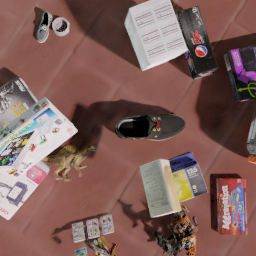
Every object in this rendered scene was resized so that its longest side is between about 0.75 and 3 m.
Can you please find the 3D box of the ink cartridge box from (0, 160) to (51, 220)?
[{"bbox_3d":[-4.357,1.992,10.559,1.670,0.973,2.307,40,92,-11],"label":"ink cartridge box"}]

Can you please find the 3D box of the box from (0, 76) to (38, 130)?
[{"bbox_3d":[-4.419,-0.607,11.206,1.813,0.553,2.289,-35,86,-3],"label":"box"}]

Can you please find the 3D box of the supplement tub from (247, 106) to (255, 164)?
[{"bbox_3d":[5.521,0.133,10.618,1.642,1.642,2.679,14,87,1],"label":"supplement tub"}]

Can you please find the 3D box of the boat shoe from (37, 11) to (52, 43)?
[{"bbox_3d":[-3.486,-4.180,11.535,0.469,0.398,1.287,17,86,1],"label":"boat shoe"}]

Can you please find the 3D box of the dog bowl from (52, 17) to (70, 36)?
[{"bbox_3d":[-2.791,-4.226,11.630,0.759,0.223,0.759,0,86,1],"label":"dog bowl"}]

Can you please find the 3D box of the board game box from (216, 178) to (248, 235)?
[{"bbox_3d":[4.129,3.109,11.131,1.122,0.212,2.179,-1,86,1],"label":"board game box"}]

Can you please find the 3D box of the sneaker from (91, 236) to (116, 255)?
[{"bbox_3d":[-0.919,4.906,10.912,0.584,0.486,1.296,-35,81,6],"label":"sneaker"}]

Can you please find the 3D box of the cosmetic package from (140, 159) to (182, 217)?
[{"bbox_3d":[1.072,2.001,9.366,0.918,0.621,1.746,-24,67,32],"label":"cosmetic package"}]

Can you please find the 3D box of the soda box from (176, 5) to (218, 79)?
[{"bbox_3d":[2.702,-3.395,11.253,0.943,0.844,2.666,-16,86,0],"label":"soda box"}]

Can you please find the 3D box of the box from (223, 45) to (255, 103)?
[{"bbox_3d":[5.581,-2.376,11.349,2.934,0.530,2.097,-13,86,-2],"label":"box"}]

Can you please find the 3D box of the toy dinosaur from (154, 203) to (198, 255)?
[{"bbox_3d":[2.036,4.202,10.647,1.658,1.248,2.443,-14,67,-16],"label":"toy dinosaur"}]

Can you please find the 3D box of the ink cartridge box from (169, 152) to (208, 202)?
[{"bbox_3d":[2.116,2.018,11.128,1.656,0.394,1.675,-20,88,-1],"label":"ink cartridge box"}]

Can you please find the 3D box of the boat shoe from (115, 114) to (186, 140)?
[{"bbox_3d":[0.915,-0.024,11.027,2.855,0.894,1.044,-4,85,-2],"label":"boat shoe"}]

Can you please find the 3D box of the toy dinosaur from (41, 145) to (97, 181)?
[{"bbox_3d":[-2.531,1.364,11.114,2.780,0.809,1.405,-7,69,0],"label":"toy dinosaur"}]

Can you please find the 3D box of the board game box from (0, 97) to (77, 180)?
[{"bbox_3d":[-2.915,0.388,8.204,2.521,1.592,0.436,-37,54,-2],"label":"board game box"}]

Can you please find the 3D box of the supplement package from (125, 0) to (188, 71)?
[{"bbox_3d":[0.983,-3.469,10.551,1.510,1.964,2.054,-22,98,-2],"label":"supplement package"}]

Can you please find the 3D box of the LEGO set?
[{"bbox_3d":[-1.188,4.611,10.677,1.646,0.541,2.203,-15,57,-1],"label":"LEGO set"}]
